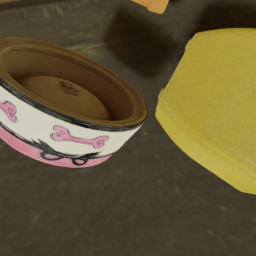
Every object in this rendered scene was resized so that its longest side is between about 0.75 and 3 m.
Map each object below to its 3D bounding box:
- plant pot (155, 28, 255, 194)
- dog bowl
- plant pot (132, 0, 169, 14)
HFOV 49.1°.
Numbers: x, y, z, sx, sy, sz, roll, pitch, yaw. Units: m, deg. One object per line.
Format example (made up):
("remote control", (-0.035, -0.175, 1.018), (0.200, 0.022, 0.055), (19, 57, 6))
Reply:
("plant pot", (1.869, -0.386, 5.131), (2.430, 2.375, 2.360), (29, 85, 8))
("dog bowl", (-1.123, -0.463, 4.955), (2.846, 1.049, 2.846), (22, 26, -12))
("plant pot", (0.441, -4.010, 7.157), (1.291, 1.844, 1.844), (8, 62, -7))
